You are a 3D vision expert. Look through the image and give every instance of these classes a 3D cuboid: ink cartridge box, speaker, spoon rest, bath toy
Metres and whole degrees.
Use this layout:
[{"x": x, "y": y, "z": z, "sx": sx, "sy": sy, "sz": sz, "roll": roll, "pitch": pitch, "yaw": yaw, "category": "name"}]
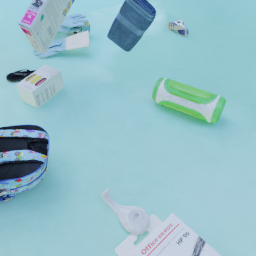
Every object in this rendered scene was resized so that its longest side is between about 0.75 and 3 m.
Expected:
[{"x": -2.678, "y": -4.152, "z": 9.726, "sx": 0.574, "sy": 1.633, "sz": 2.737, "roll": 25, "pitch": 78, "yaw": 6, "category": "ink cartridge box"}, {"x": 2.194, "y": -1.037, "z": 10.249, "sx": 2.500, "sy": 1.106, "sz": 1.106, "roll": 23, "pitch": 50, "yaw": 21, "category": "speaker"}, {"x": -0.076, "y": 2.247, "z": 7.578, "sx": 1.496, "sy": 0.453, "sz": 0.743, "roll": 36, "pitch": 57, "yaw": 19, "category": "spoon rest"}, {"x": 1.069, "y": 3.113, "z": 6.371, "sx": 1.539, "sy": 0.900, "sz": 2.653, "roll": -34, "pitch": 55, "yaw": -29, "category": "ink cartridge box"}, {"x": -3.067, "y": -5.282, "z": 14.390, "sx": 2.188, "sy": 0.952, "sz": 0.809, "roll": 13, "pitch": 28, "yaw": 16, "category": "bath toy"}]

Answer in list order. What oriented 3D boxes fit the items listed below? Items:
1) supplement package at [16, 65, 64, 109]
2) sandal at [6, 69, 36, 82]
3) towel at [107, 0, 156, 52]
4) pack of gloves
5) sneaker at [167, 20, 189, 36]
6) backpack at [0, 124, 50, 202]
[{"x": -3.395, "y": -1.644, "z": 10.978, "sx": 0.882, "sy": 0.850, "sz": 1.551, "roll": 24, "pitch": 51, "yaw": 21, "category": "supplement package"}, {"x": -4.406, "y": -2.335, "z": 12.001, "sx": 1.586, "sy": 0.339, "sz": 0.603, "roll": -11, "pitch": 47, "yaw": -10, "category": "sandal"}, {"x": 0.107, "y": -3.528, "z": 9.468, "sx": 1.120, "sy": 2.005, "sz": 0.487, "roll": 39, "pitch": 56, "yaw": -7, "category": "towel"}, {"x": -3.224, "y": -4.406, "z": 13.691, "sx": 2.861, "sy": 0.565, "sz": 2.404, "roll": -12, "pitch": 62, "yaw": 7, "category": "pack of gloves"}, {"x": 2.777, "y": -5.382, "z": 14.808, "sx": 0.752, "sy": 0.526, "sz": 1.301, "roll": -33, "pitch": 53, "yaw": -25, "category": "sneaker"}, {"x": -3.344, "y": 0.948, "z": 7.968, "sx": 2.357, "sy": 1.586, "sz": 2.152, "roll": -7, "pitch": 46, "yaw": -5, "category": "backpack"}]
